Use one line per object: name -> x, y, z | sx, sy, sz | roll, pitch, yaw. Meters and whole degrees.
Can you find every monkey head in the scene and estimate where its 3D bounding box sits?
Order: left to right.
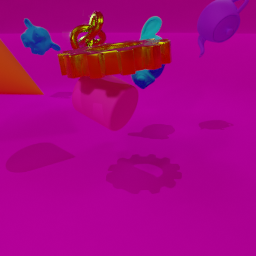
monkey head -> -3.266, -3.367, 10.348 | 1.201, 1.669, 1.006 | -30, 26, 50
monkey head -> 0.241, -1.626, 6.538 | 1.310, 1.822, 1.098 | 14, 39, 0

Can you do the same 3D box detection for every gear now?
gear -> -0.180, -1.023, 4.003 | 1.563, 0.289, 1.563 | -6, 21, 2

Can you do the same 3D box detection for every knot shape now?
knot shape -> -1.305, -3.168, 9.758 | 0.744, 1.610, 1.506 | 37, 0, 5

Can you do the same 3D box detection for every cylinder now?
cylinder -> -0.337, -0.432, 4.247 | 0.735, 0.735, 0.735 | 29, 32, 23

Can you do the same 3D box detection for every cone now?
cone -> -2.197, -0.934, 5.024 | 1.454, 1.448, 1.448 | 27, 12, -22

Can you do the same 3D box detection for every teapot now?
teapot -> 2.070, -2.327, 6.373 | 0.970, 1.560, 0.764 | 14, 38, -44
